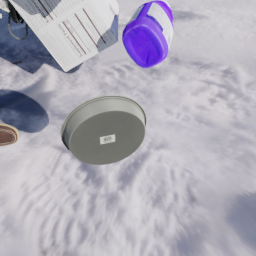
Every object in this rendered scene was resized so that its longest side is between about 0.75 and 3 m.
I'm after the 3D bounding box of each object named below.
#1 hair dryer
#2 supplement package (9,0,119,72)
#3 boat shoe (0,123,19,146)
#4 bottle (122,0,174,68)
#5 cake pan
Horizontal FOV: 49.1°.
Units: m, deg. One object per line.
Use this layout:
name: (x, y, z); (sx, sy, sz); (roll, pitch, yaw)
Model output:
hair dryer: (-3.095, -3.664, 6.626); (0.752, 2.767, 2.107); (0, 5, 0)
supplement package: (-1.477, -3.356, 7.360); (1.620, 2.276, 2.922); (-24, 36, 18)
boat shoe: (-2.502, 0.166, 4.716); (1.230, 0.444, 0.443); (5, 21, -7)
bottle: (0.591, -2.442, 6.733); (0.847, 1.083, 2.594); (-23, 30, 30)
cake pan: (-0.301, 0.093, 3.948); (1.254, 1.254, 0.230); (-10, 46, -12)
